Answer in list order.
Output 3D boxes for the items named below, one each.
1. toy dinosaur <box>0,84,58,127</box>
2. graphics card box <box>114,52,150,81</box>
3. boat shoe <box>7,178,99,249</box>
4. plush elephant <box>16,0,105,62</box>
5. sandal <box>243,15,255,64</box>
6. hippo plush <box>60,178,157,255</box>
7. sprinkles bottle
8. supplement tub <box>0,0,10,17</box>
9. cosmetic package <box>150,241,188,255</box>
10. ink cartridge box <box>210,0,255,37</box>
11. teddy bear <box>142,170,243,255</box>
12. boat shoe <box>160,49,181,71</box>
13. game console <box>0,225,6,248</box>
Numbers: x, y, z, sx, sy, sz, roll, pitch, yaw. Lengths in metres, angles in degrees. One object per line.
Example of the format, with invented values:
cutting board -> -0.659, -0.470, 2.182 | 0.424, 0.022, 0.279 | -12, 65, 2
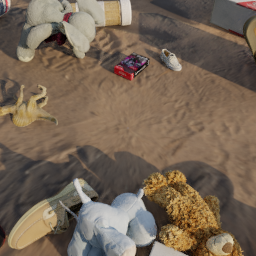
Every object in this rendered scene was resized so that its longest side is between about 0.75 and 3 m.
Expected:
toy dinosaur -> -2.662, -0.537, 7.829 | 2.423, 0.705, 1.225 | 11, 63, 20
graphics card box -> 0.143, -2.076, 9.366 | 0.708, 0.287, 1.128 | 28, 52, 24
boat shoe -> -1.425, 1.739, 5.537 | 0.607, 0.671, 1.883 | 35, 55, 29
plush elephant -> -2.027, -3.281, 9.200 | 2.250, 2.906, 2.394 | 33, 56, -4
sandal -> 3.022, -1.524, 5.851 | 0.721, 1.795, 0.485 | -34, 19, 16
hippo plush -> -0.290, 1.876, 5.263 | 1.423, 1.410, 1.770 | -11, 53, -51
sprinkles bottle -> -1.321, -4.545, 11.193 | 2.850, 0.973, 0.973 | -6, 47, -5
supplement tub -> -6.003, -4.840, 10.978 | 1.676, 1.676, 2.388 | 15, 49, 14
cosmetic package -> 0.518, 2.760, 4.691 | 0.716, 0.503, 1.411 | 19, 50, 17
ink cartridge box -> 5.106, -4.933, 11.408 | 2.859, 1.185, 2.098 | -34, 55, -27
teddy bear -> 1.230, 1.678, 5.313 | 1.679, 0.773, 2.315 | 17, 33, -30
boat shoe -> 1.467, -2.350, 9.558 | 0.379, 0.374, 1.070 | -18, 50, -16
game console -> -4.184, 1.763, 4.901 | 2.844, 2.451, 1.688 | -35, 30, -29
